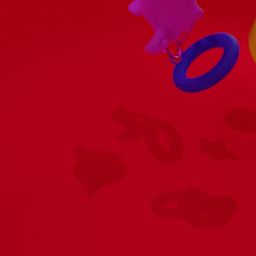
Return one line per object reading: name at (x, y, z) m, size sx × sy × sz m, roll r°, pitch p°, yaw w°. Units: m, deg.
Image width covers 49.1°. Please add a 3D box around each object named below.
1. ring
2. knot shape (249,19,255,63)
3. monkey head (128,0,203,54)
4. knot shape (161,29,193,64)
ring at (1.847, -1.594, 6.825) m, size 1.750 × 0.350 × 1.750 m, roll -31°, pitch 37°, yaw 28°
knot shape at (2.753, -1.293, 4.687) m, size 1.659 × 1.773 × 0.819 m, roll 35°, pitch 29°, yaw -7°
monkey head at (0.638, -2.200, 5.315) m, size 1.389 × 1.164 × 1.931 m, roll -50°, pitch 25°, yaw -17°
knot shape at (1.242, -2.337, 6.947) m, size 0.613 × 1.241 × 1.326 m, roll 22°, pitch 41°, yaw 9°
